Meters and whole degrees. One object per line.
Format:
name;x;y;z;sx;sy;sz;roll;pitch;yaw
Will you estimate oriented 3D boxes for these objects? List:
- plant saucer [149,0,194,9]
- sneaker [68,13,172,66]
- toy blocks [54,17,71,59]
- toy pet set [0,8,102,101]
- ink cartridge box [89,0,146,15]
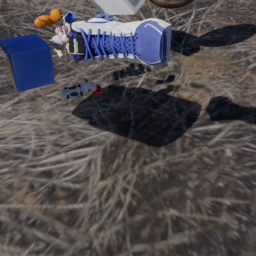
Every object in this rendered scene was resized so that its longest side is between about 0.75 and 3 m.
plant saucer;1.295;-4.342;7.556;2.185;2.185;0.350;-2;35;-2
sneaker;-0.259;-1.108;3.743;1.581;0.639;0.913;26;44;38
toy blocks;-1.536;-2.409;7.386;0.875;0.818;0.736;-19;67;-27
toy pet set;-1.317;-1.390;5.010;1.719;0.978;1.842;-20;87;-29
ink cartridge box;-0.848;-4.195;8.036;0.605;2.050;2.561;-52;33;1
